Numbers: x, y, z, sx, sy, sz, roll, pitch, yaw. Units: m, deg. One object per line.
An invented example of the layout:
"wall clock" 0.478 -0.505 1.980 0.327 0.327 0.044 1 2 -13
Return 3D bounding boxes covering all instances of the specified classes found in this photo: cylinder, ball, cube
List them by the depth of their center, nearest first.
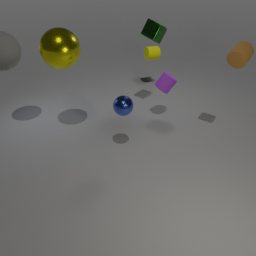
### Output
"ball" -0.163 -0.762 9.566 0.700 0.700 0.700 0 31 0
"ball" -2.335 -2.723 9.638 1.400 1.400 1.400 0 31 0
"cylinder" 3.906 -2.542 9.731 0.700 0.700 0.700 22 54 32
"ball" -4.602 -2.789 10.138 1.400 1.400 1.400 0 31 0
"cube" 1.097 -4.074 11.808 0.700 0.700 0.700 36 19 23
"cylinder" 1.632 -1.957 12.066 0.700 0.700 0.700 33 20 -14
"cylinder" 1.325 -4.124 15.402 0.700 0.700 0.700 -10 32 -21
